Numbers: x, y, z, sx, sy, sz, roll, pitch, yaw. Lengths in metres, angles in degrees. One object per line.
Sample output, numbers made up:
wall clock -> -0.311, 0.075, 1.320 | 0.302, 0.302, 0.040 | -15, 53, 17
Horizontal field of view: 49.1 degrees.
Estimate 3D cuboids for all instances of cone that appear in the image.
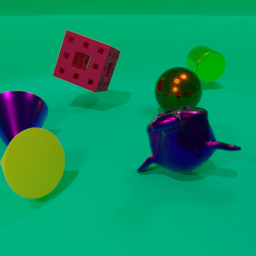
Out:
cone -> -2.359, 0.184, 6.065 | 1.405, 1.405, 1.411 | -8, 52, -17
cone -> -1.837, 0.574, 4.675 | 1.095, 1.091, 1.091 | -4, 17, 37

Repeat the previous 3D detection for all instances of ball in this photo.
ball -> 1.426, -1.050, 7.970 | 1.350, 1.350, 1.350 | 0, 24, 0

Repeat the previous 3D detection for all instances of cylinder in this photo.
cylinder -> 2.888, -2.412, 10.494 | 1.123, 1.123, 1.123 | -4, 28, -8

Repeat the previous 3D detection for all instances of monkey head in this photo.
monkey head -> 0.883, 0.241, 4.883 | 1.922, 1.158, 1.383 | -15, -2, 21

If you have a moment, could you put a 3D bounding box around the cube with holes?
cube with holes -> -1.197, -1.968, 8.469 | 1.353, 1.353, 1.353 | 22, 12, 7
